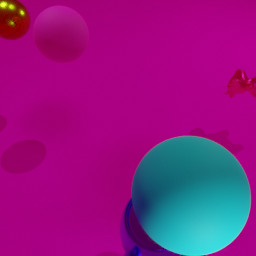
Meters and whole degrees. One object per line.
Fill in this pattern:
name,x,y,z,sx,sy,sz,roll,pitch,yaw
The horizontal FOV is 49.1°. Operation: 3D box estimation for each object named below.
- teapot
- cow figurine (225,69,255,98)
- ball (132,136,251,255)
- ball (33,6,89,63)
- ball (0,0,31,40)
teapot,0.418,1.399,3.967,2.083,1.020,1.295,-43,53,-18
cow figurine,3.023,-0.907,6.544,1.254,0.699,1.274,-27,60,-7
ball,0.657,0.705,3.040,1.238,1.238,1.238,0,50,0
ball,-1.275,-1.779,5.372,1.042,1.042,1.042,0,50,0
ball,-2.614,-2.402,6.156,0.902,0.902,0.902,0,50,0
